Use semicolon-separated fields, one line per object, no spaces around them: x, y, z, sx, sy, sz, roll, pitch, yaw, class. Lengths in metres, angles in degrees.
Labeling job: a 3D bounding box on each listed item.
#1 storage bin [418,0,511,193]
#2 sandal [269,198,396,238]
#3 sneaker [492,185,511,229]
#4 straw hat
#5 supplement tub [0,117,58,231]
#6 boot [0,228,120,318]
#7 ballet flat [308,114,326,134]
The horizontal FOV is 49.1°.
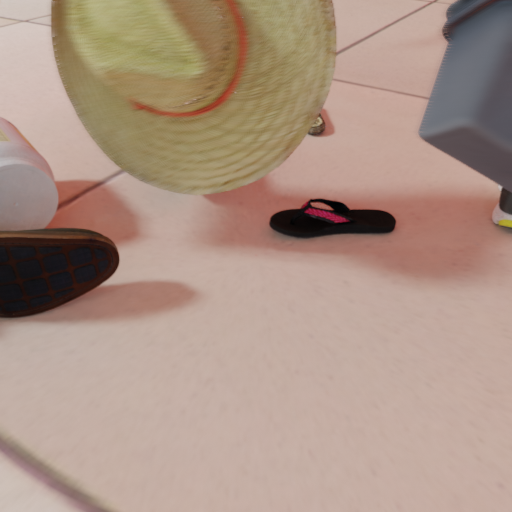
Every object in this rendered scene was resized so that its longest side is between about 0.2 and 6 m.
2.690;-1.505;5.702;2.117;1.422;1.541;26;-4;-15;storage bin
1.188;-0.651;8.711;1.990;0.449;0.747;-2;36;-2;sandal
4.450;-1.269;9.134;0.831;0.944;2.232;15;39;18;sneaker
-1.136;-2.538;6.438;3.988;3.988;1.688;9;14;12;straw hat
-4.012;-1.228;8.635;1.464;1.464;2.019;-23;42;-28;supplement tub
-3.668;-0.134;7.259;3.661;1.368;1.774;-10;40;-10;boot
1.148;-3.085;12.063;0.566;0.389;1.679;-2;36;-2;ballet flat
